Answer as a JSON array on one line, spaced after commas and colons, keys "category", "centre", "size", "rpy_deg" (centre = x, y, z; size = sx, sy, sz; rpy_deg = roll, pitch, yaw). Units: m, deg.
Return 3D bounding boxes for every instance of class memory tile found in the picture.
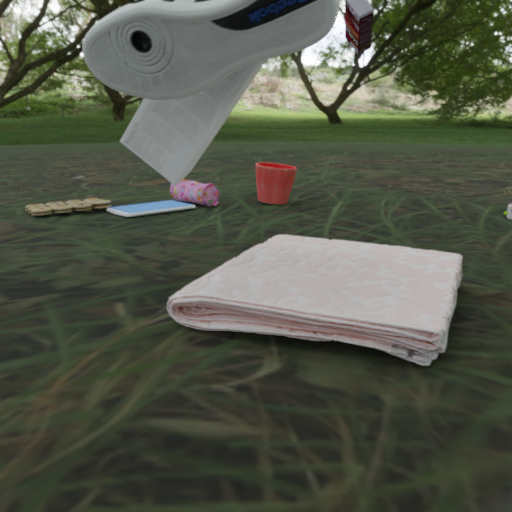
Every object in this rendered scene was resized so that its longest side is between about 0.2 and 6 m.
[{"category": "memory tile", "centre": [-5.069, -1.345, 15.093], "size": [2.053, 0.172, 1.574], "rpy_deg": [-10, 15, -27]}]

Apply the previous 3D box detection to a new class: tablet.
[{"category": "tablet", "centre": [-2.828, -1.277, 15.129], "size": [2.057, 0.140, 1.338], "rpy_deg": [-12, 18, -39]}]

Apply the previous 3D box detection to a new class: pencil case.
[{"category": "pencil case", "centre": [-1.789, -1.820, 16.238], "size": [0.716, 0.716, 1.637], "rpy_deg": [-14, 21, -43]}]

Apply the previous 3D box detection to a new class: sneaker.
[{"category": "sneaker", "centre": [-0.454, -2.893, 6.792], "size": [3.073, 1.123, 1.719], "rpy_deg": [-6, 41, 19]}]

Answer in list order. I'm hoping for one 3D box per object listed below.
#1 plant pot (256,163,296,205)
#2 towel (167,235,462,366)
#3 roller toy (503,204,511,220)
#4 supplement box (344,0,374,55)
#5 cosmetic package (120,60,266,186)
[{"category": "plant pot", "centre": [0.535, -2.100, 16.309], "size": [1.208, 1.069, 1.208], "rpy_deg": [5, 15, -1]}, {"category": "towel", "centre": [1.053, 0.416, 7.790], "size": [3.318, 0.560, 3.474], "rpy_deg": [7, 16, 23]}, {"category": "roller toy", "centre": [6.547, -1.106, 13.940], "size": [0.585, 0.409, 0.533], "rpy_deg": [-2, 15, -8]}, {"category": "supplement box", "centre": [1.853, -4.212, 10.168], "size": [0.301, 0.539, 0.990], "rpy_deg": [-28, -22, -2]}, {"category": "cosmetic package", "centre": [-0.871, -2.460, 8.341], "size": [1.142, 2.767, 0.701], "rpy_deg": [38, 34, -6]}]
